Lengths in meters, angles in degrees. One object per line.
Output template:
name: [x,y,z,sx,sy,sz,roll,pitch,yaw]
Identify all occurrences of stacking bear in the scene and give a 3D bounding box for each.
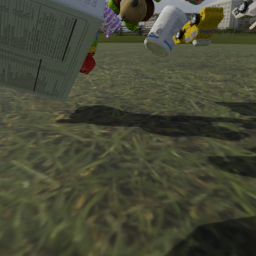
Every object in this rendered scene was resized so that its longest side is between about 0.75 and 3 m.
stacking bear: [-1.325,-2.497,8.516,1.009,1.661,0.945,21,27,39]

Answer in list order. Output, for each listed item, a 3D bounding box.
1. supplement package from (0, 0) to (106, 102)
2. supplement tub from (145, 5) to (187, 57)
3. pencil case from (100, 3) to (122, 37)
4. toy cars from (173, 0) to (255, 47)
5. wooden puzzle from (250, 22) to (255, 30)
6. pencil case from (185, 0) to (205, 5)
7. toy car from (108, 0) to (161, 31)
supplement package: [-1.738,-1.917,3.689,2.603,1.976,1.961,14,-28,-19]
supplement tub: [1.426,-3.616,10.563,1.064,1.612,1.064,30,-8,4]
pencil case: [-0.721,-2.880,6.906,0.553,1.294,0.543,-36,31,17]
toy cars: [2.263,-2.379,6.152,2.719,0.602,1.219,-18,-7,24]
wooden puzzle: [2.572,-1.808,4.332,1.034,0.192,0.956,0,-22,-25]
pencil case: [1.717,-2.638,4.368,1.013,1.013,2.317,-11,15,-28]
toy car: [0.052,-4.045,9.197,1.588,1.653,2.012,41,36,-11]
